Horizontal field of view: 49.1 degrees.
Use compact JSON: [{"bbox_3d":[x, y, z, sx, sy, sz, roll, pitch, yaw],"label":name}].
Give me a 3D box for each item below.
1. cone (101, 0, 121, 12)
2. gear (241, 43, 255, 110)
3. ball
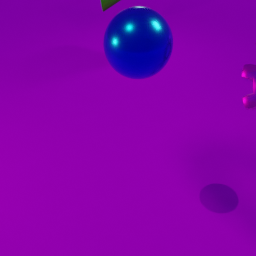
[{"bbox_3d":[-0.294,-4.600,9.378,1.228,1.223,1.223,-4,41,1],"label":"cone"},{"bbox_3d":[2.631,-0.655,3.876,1.949,1.949,0.360,34,22,33],"label":"gear"},{"bbox_3d":[0.103,-0.852,2.845,0.706,0.706,0.706,0,41,0],"label":"ball"}]
